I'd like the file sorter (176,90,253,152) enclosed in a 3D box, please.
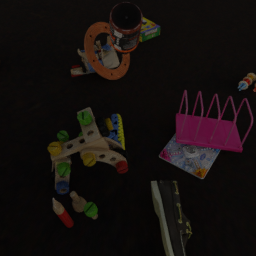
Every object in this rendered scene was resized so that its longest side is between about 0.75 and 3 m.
[{"bbox_3d":[2.411,-0.275,8.044,1.858,1.165,1.291,9,40,2],"label":"file sorter"}]

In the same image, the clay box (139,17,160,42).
[{"bbox_3d":[0.430,-4.703,12.930,1.118,0.463,1.946,-29,54,-26],"label":"clay box"}]

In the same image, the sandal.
[{"bbox_3d":[-0.438,0.125,8.305,0.617,0.563,1.417,-6,45,0],"label":"sandal"}]

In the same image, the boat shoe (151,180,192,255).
[{"bbox_3d":[1.037,2.098,6.215,0.685,0.811,2.275,-9,44,-3],"label":"boat shoe"}]

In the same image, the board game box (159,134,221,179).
[{"bbox_3d":[1.813,0.636,8.050,1.378,0.178,1.378,26,52,23],"label":"board game box"}]

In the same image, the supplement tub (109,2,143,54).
[{"bbox_3d":[-0.092,-2.972,8.723,0.968,1.810,0.968,1,78,-3],"label":"supplement tub"}]

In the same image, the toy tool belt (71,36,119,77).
[{"bbox_3d":[-1.307,-2.679,10.424,1.919,1.179,1.198,-17,14,-17],"label":"toy tool belt"}]

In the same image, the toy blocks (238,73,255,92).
[{"bbox_3d":[4.417,-1.520,9.985,0.798,0.348,0.957,33,55,28],"label":"toy blocks"}]

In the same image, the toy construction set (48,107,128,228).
[{"bbox_3d":[-1.197,0.739,6.584,2.138,1.970,2.564,1,50,12],"label":"toy construction set"}]

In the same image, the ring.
[{"bbox_3d":[-0.752,-2.807,10.293,0.204,2.125,2.125,-9,33,45],"label":"ring"}]
